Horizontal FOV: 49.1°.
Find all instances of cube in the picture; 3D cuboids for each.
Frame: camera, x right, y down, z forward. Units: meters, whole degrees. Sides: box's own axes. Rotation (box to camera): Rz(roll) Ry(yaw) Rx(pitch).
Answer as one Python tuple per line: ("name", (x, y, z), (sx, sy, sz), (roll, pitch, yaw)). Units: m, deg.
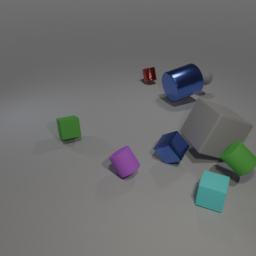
("cube", (2.844, 0.030, 9.203), (1.400, 1.400, 1.400), (15, 23, -25))
("cube", (-2.156, -0.027, 10.189), (0.700, 0.700, 0.700), (-11, 14, -21))
("cube", (1.389, 0.621, 8.965), (0.700, 0.700, 0.700), (-19, 27, 51))
("cube", (2.260, 1.682, 7.492), (0.700, 0.700, 0.700), (14, 31, 20))

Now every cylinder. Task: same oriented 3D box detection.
("cylinder", (1.182, -2.912, 15.305), (0.700, 0.700, 0.700), (-11, 7, 1))
("cylinder", (-0.101, 1.006, 8.437), (0.700, 0.700, 0.700), (-32, 7, 4))
("cylinder", (2.490, -2.089, 12.862), (1.400, 1.400, 1.400), (-22, 35, -15))
("cylinder", (3.053, 0.828, 7.704), (0.700, 0.700, 0.700), (45, 38, -1))

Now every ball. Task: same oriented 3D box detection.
("ball", (3.705, -2.413, 13.465), (0.700, 0.700, 0.700), (0, 30, 0))
